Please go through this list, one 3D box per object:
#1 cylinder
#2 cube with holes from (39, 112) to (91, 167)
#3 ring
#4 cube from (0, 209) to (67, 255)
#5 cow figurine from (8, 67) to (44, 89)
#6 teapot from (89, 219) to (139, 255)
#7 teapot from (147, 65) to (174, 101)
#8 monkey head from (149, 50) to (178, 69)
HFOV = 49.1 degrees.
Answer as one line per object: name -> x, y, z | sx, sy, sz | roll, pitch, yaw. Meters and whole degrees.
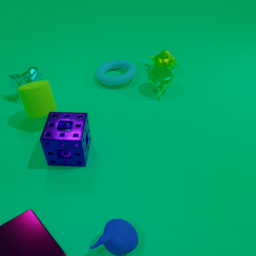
cylinder -> -2.741, -0.878, 8.521 | 0.916, 0.916, 0.916 | -10, 23, 4
cube with holes -> -1.657, 0.306, 7.697 | 1.063, 1.063, 1.063 | 2, 44, 2
ring -> -0.453, -2.116, 10.596 | 1.553, 0.311, 1.553 | -5, 41, 5
cube -> -1.975, 2.557, 5.098 | 1.260, 1.260, 1.260 | -26, 48, -37
cow figurine -> -3.548, -1.760, 9.729 | 0.629, 1.128, 1.146 | 13, 67, 25
teapot -> -0.225, 2.287, 5.764 | 1.240, 0.607, 0.771 | 16, 22, -45
teapot -> 1.136, -1.674, 9.964 | 0.945, 0.744, 1.519 | 6, 55, -1
monkey head -> 1.453, -2.508, 10.927 | 0.978, 0.819, 1.359 | 16, 34, -53
